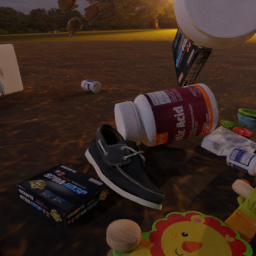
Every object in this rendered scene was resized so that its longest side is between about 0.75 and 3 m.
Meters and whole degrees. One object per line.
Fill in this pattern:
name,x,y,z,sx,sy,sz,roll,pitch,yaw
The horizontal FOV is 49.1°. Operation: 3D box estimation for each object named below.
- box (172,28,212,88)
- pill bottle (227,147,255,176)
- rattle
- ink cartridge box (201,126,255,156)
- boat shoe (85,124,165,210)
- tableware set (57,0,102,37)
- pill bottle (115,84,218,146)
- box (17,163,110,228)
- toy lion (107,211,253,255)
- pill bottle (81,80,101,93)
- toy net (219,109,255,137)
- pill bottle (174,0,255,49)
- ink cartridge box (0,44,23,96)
box,1.707,-2.224,7.804,0.436,1.505,1.894,-4,-19,-5
pill bottle,2.605,0.749,6.049,0.457,0.457,0.823,-15,26,-34
rattle,1.921,1.417,4.688,0.946,1.038,1.453,24,0,0
ink cartridge box,2.693,0.485,7.105,1.323,0.378,1.075,34,36,28
boat shoe,-0.097,0.655,5.448,0.921,0.868,2.566,24,8,-33
tableware set,-0.743,-1.927,4.491,0.746,0.893,0.104,-41,71,-14
pill bottle,0.947,-0.292,7.304,2.405,1.373,1.373,-12,23,-11
box,-1.183,1.169,5.155,1.364,0.314,1.084,16,26,35
toy lion,0.676,1.707,3.323,1.809,0.648,1.887,-2,22,-7
pill bottle,-1.733,-1.950,12.937,0.916,0.508,0.508,19,28,40
toy net,3.824,0.092,7.373,1.421,0.523,2.708,0,20,-31
pill bottle,1.593,-2.182,4.888,1.558,1.558,2.690,4,17,9
ink cartridge box,-6.134,-2.202,11.275,2.040,2.004,2.771,3,20,26
